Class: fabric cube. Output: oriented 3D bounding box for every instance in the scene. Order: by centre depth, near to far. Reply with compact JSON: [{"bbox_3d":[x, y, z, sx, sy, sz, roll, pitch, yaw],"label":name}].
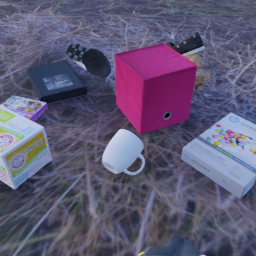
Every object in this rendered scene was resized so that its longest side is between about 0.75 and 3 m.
[{"bbox_3d":[0.867,-1.396,9.556,2.022,2.054,2.061,-17,42,-21],"label":"fabric cube"}]

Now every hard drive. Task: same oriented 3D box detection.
[{"bbox_3d":[-2.974,-1.940,11.490,1.816,0.428,2.602,-17,42,-20],"label":"hard drive"}]

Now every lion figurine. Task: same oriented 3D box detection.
[{"bbox_3d":[2.514,-2.451,11.336,1.631,0.965,2.663,-17,37,32],"label":"lion figurine"}]

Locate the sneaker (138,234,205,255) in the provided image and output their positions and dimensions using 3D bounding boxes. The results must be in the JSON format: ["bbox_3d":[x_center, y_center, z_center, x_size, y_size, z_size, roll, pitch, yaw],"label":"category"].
[{"bbox_3d":[0.372,2.942,5.231,2.629,0.979,1.112,-14,34,-30],"label":"sneaker"}]

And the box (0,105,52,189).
[{"bbox_3d":[-3.622,0.374,7.966,2.524,1.279,1.420,23,44,25],"label":"box"}]

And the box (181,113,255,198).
[{"bbox_3d":[3.151,0.656,8.243,2.544,0.524,1.983,-29,47,-32],"label":"box"}]

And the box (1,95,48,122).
[{"bbox_3d":[-3.809,-0.664,10.029,1.508,0.295,1.032,13,41,15],"label":"box"}]

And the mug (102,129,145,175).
[{"bbox_3d":[-0.078,0.803,7.853,1.198,0.885,1.050,37,65,1],"label":"mug"}]

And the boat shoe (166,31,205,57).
[{"bbox_3d":[1.883,-3.307,12.122,2.711,0.850,0.992,-18,16,24],"label":"boat shoe"}]

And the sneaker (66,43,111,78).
[{"bbox_3d":[-0.585,-1.145,4.909,1.104,0.489,0.409,39,97,36],"label":"sneaker"}]
